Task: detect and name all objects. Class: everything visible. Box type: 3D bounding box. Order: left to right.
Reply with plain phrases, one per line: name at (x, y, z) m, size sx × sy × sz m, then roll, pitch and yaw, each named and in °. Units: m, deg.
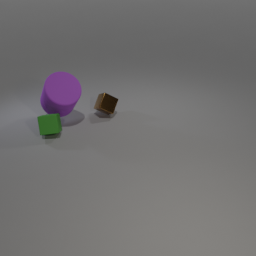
cube at (-2.956, -0.153, 10.627) m, size 0.700 × 0.700 × 0.700 m, roll -7°, pitch 8°, yaw -2°
cylinder at (-2.678, -1.299, 11.093) m, size 1.400 × 1.400 × 1.400 m, roll -16°, pitch -10°, yaw -27°
cube at (-0.949, -1.039, 12.049) m, size 0.700 × 0.700 × 0.700 m, roll 24°, pitch -10°, yaw -25°
